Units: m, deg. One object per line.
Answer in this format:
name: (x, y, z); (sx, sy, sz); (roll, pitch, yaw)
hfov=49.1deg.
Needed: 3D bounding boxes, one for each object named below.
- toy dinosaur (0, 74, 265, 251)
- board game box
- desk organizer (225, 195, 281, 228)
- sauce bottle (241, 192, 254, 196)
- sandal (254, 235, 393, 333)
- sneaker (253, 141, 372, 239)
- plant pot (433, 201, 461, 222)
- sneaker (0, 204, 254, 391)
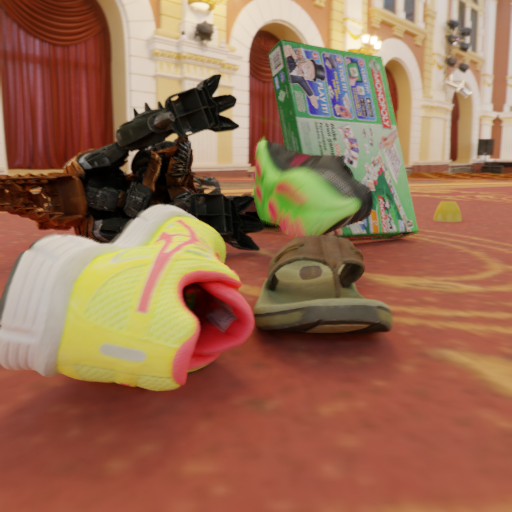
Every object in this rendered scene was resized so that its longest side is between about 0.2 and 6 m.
toy dinosaur: (-2.087, -0.968, 9.688); (3.777, 2.843, 5.566); (-12, 21, 29)
board game box: (1.658, -2.090, 10.472); (2.456, 3.650, 0.531); (-3, -11, -32)
desk organizer: (0.120, -0.957, 12.512); (1.863, 0.717, 0.668); (4, 10, 20)
sauce bottle: (0.078, -1.240, 13.859); (2.327, 0.768, 0.768); (5, 11, 39)
sandal: (0.555, 0.172, 5.605); (1.168, 0.839, 2.940); (0, 10, -1)
sneaker: (0.769, -1.033, 8.691); (1.354, 1.241, 3.233); (-5, 25, -14)
plant pot: (4.870, -1.130, 14.220); (0.689, 0.489, 0.689); (0, 10, 0)
sneaker: (-0.613, 0.358, 4.410); (1.328, 1.149, 2.940); (15, 15, 9)
